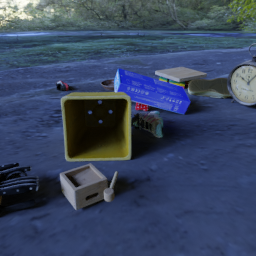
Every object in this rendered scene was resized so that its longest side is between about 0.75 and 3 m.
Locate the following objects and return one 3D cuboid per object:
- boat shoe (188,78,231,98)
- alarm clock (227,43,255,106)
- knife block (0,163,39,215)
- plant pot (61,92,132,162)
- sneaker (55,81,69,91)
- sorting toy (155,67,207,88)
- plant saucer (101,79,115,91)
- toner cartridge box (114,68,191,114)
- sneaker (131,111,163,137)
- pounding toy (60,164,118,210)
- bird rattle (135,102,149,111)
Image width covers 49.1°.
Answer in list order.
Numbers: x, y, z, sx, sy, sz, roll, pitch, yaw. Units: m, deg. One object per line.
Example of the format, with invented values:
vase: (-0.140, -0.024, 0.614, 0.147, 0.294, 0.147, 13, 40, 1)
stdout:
boat shoe: (3.861, -1.730, 12.561, 2.280, 0.832, 0.717, 1, -16, 11)
alarm clock: (4.834, -2.008, 10.874, 0.841, 2.527, 1.704, -26, 36, -31)
knife block: (-2.931, 1.401, 5.450, 1.935, 0.705, 2.204, 10, 25, 25)
plant pot: (-0.825, -0.220, 8.041, 1.757, 1.769, 1.809, -1, 18, -2)
sneaker: (-3.339, -2.066, 13.705, 0.515, 0.373, 1.054, -17, 30, -37)
sorting toy: (2.700, -2.560, 14.469, 1.894, 0.659, 1.882, -14, 28, -29)
plant saucer: (-0.606, -2.149, 14.052, 1.515, 0.261, 1.515, 0, 23, 0)
toner cartridge box: (0.881, -1.384, 10.598, 2.757, 0.595, 1.310, 14, 31, -14)
sneaker: (0.504, -0.104, 9.065, 1.176, 0.654, 1.682, -2, 15, 0)
pounding toy: (-0.674, 1.294, 5.892, 1.075, 0.560, 1.223, -15, 28, -31)
bird rattle: (0.838, -1.264, 11.384, 1.262, 0.872, 1.547, -1, 25, -15)
